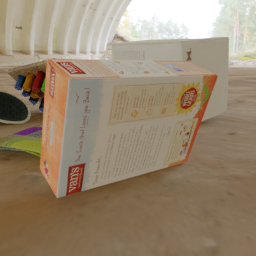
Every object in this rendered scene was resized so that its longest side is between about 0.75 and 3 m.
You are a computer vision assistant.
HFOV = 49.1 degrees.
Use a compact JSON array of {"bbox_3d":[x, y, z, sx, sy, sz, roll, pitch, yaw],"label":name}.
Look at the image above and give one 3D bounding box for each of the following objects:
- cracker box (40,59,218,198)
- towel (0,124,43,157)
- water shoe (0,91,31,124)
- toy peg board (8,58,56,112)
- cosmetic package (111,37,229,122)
[{"bbox_3d":[0.045,-0.114,4.414,2.645,1.772,0.763,-9,35,-36],"label":"cracker box"},{"bbox_3d":[-1.587,0.180,6.520,1.793,0.284,2.496,6,16,23],"label":"towel"},{"bbox_3d":[-4.134,-0.631,8.264,2.479,0.886,0.978,13,-16,-14],"label":"water shoe"},{"bbox_3d":[-2.673,-1.114,9.094,1.901,1.908,0.933,-6,56,24],"label":"toy peg board"},{"bbox_3d":[1.269,-1.564,8.753,2.347,2.332,2.804,-18,23,-38],"label":"cosmetic package"}]
